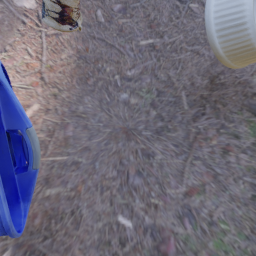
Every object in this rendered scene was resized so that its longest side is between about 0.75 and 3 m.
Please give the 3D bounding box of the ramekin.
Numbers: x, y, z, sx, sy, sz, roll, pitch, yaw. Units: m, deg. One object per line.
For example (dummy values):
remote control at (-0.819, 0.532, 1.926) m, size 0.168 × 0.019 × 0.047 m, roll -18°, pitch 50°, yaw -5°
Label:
ramekin at (2.982, -2.638, 6.785) m, size 1.073 × 2.305 × 2.305 m, roll 4°, pitch 48°, yaw 53°

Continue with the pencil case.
pencil case at (-1.451, -3.581, 6.608) m, size 1.136 × 2.539 × 0.988 m, roll 6°, pitch 42°, yaw -12°

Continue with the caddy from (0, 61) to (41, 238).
caddy at (-2.134, 0.370, 4.306) m, size 1.506 × 2.868 × 2.028 m, roll -5°, pitch 28°, yaw -11°
